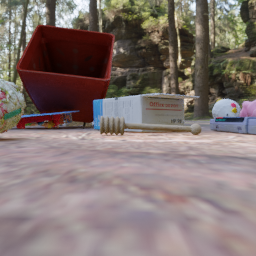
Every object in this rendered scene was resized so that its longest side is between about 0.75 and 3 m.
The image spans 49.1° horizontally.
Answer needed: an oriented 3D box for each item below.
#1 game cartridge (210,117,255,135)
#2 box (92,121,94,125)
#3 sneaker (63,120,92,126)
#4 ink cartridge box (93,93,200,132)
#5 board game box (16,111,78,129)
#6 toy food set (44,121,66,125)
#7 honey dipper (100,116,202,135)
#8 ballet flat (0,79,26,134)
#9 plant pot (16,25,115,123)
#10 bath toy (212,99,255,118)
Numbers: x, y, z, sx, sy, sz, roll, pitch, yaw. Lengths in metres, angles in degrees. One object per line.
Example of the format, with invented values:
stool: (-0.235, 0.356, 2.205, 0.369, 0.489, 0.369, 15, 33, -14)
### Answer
game cartridge: (2.809, -0.075, 6.027, 1.419, 0.420, 2.190, 4, 1, -6)
box: (-0.877, -0.367, 13.546, 1.789, 0.473, 2.295, -1, 1, -18)
sneaker: (-2.080, -0.469, 11.655, 1.169, 0.764, 2.034, 3, 5, -7)
ink cartridge box: (0.358, -0.319, 6.607, 1.366, 0.787, 2.359, -1, 2, -38)
board game box: (-2.712, -0.191, 8.677, 2.431, 0.473, 1.921, -5, 6, 7)
toy food set: (-3.459, -0.312, 13.290, 2.626, 0.527, 1.813, 9, 15, 42)
honey dipper: (0.414, -0.013, 5.047, 1.825, 0.347, 0.347, 2, 2, -4)
ballet flat: (-2.906, -0.293, 3.727, 2.897, 1.096, 0.926, -4, 21, -5)
plant pot: (-2.026, -1.724, 9.941, 2.764, 2.762, 2.436, 6, -44, -5)
bath toy: (3.761, -0.396, 7.918, 2.651, 1.153, 0.980, 0, 40, -6)
